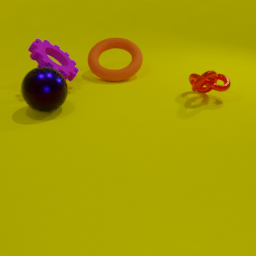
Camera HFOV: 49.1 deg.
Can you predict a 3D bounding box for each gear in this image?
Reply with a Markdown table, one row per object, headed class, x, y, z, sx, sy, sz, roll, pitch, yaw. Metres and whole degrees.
| class | x | y | z | sx | sy | sz | roll | pitch | yaw |
| --- | --- | --- | --- | --- | --- | --- | --- | --- | --- |
| gear | -2.364 | -2.183 | 9.017 | 1.635 | 0.302 | 1.635 | 35 | 27 | -21 |

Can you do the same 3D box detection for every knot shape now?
| class | x | y | z | sx | sy | sz | roll | pitch | yaw |
| --- | --- | --- | --- | --- | --- | --- | --- | --- | --- |
| knot shape | 2.530 | -1.405 | 8.616 | 1.221 | 0.603 | 1.305 | 1 | 4 | 3 |

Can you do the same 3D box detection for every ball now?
| class | x | y | z | sx | sy | sz | roll | pitch | yaw |
| --- | --- | --- | --- | --- | --- | --- | --- | --- | --- |
| ball | -2.317 | -1.075 | 7.821 | 1.264 | 1.264 | 1.264 | 0 | 31 | 0 |

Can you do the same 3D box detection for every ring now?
| class | x | y | z | sx | sy | sz | roll | pitch | yaw |
| --- | --- | --- | --- | --- | --- | --- | --- | --- | --- |
| ring | -0.474 | -2.570 | 10.378 | 2.055 | 0.411 | 2.055 | 0 | 59 | 1 |
